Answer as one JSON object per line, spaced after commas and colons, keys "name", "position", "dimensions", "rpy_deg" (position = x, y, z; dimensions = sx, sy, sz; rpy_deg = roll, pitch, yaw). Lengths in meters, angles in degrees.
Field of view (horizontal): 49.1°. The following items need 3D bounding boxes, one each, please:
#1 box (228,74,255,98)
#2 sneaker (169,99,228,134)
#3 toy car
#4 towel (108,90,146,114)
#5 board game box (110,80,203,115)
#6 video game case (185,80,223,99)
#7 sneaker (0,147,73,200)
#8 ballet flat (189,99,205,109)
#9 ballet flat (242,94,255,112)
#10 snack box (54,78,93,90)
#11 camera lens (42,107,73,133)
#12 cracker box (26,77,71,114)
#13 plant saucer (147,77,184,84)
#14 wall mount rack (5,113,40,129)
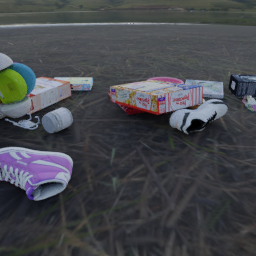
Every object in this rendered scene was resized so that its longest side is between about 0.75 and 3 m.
{"name": "box", "position": [5.656, -2.017, 13.355], "dimensions": [1.293, 0.815, 1.315], "rpy_deg": [3, 26, 1]}
{"name": "sneaker", "position": [2.677, -0.326, 9.925], "dimensions": [2.354, 0.868, 0.942], "rpy_deg": [-19, 35, -19]}
{"name": "toy car", "position": [-4.530, -1.655, 10.396], "dimensions": [2.589, 2.265, 1.941], "rpy_deg": [-3, 29, 31]}
{"name": "towel", "position": [0.420, -1.310, 12.455], "dimensions": [1.988, 0.309, 2.749], "rpy_deg": [-9, 27, -20]}
{"name": "board game box", "position": [1.028, -1.319, 10.975], "dimensions": [2.268, 0.693, 2.993], "rpy_deg": [-14, 21, -31]}
{"name": "video game case", "position": [3.733, -1.967, 13.892], "dimensions": [1.882, 0.227, 2.064], "rpy_deg": [7, 27, 15]}
{"name": "sneaker", "position": [-2.586, 1.135, 6.784], "dimensions": [2.340, 0.848, 1.334], "rpy_deg": [-1, 29, -2]}
{"name": "ballet flat", "position": [2.737, -1.098, 11.626], "dimensions": [0.689, 0.632, 2.007], "rpy_deg": [-13, 28, -25]}
{"name": "ballet flat", "position": [5.165, -1.105, 11.839], "dimensions": [0.446, 0.460, 1.291], "rpy_deg": [1, 26, 4]}
{"name": "snack box", "position": [-2.867, -2.260, 14.329], "dimensions": [2.023, 0.375, 1.175], "rpy_deg": [0, 26, 0]}
{"name": "camera lens", "position": [-2.449, -0.278, 9.811], "dimensions": [0.718, 0.718, 0.897], "rpy_deg": [17, 31, 32]}
{"name": "cracker box", "position": [-4.041, -1.510, 12.315], "dimensions": [1.780, 0.766, 2.657], "rpy_deg": [13, 29, 25]}
{"name": "plant saucer", "position": [1.804, -2.060, 13.817], "dimensions": [1.850, 0.469, 1.850], "rpy_deg": [0, 25, 0]}
{"name": "wall mount rack", "position": [-3.763, -0.220, 10.037], "dimensions": [1.087, 0.405, 0.945], "rpy_deg": [18, 33, 40]}
